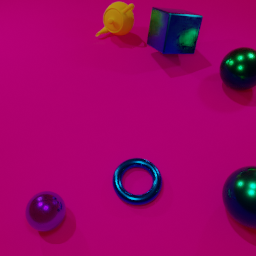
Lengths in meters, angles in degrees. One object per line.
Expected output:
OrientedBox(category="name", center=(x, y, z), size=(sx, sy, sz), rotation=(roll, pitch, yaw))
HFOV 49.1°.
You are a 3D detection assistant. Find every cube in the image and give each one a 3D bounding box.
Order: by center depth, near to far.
OrientedBox(category="cube", center=(1.438, -3.084, 8.886), size=(1.186, 1.186, 1.186), rotation=(-6, 32, -23))

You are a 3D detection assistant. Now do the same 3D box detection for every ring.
OrientedBox(category="ring", center=(0.226, 1.278, 6.827), size=(1.225, 0.245, 1.225), rotation=(0, 55, 0))

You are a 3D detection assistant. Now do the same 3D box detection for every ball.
OrientedBox(category="ball", center=(2.732, 1.482, 6.052), size=(1.329, 1.329, 1.329), rotation=(0, 55, 0))
OrientedBox(category="ball", center=(-1.787, 1.805, 6.100), size=(0.849, 0.849, 0.849), rotation=(0, 55, 0))
OrientedBox(category="ball", center=(3.362, -1.737, 8.272), size=(1.265, 1.265, 1.265), rotation=(0, 55, 0))

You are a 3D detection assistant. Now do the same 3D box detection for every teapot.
OrientedBox(category="teapot", center=(-0.420, -3.691, 9.629), size=(1.096, 1.763, 0.863), rotation=(58, 40, -7))
